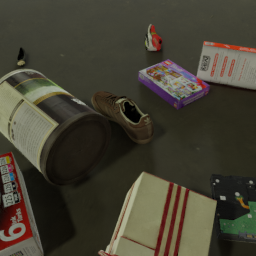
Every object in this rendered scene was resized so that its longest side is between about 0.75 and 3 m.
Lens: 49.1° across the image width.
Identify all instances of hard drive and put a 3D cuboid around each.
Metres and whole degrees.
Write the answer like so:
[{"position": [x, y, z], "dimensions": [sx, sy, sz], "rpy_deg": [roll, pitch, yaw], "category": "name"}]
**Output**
[{"position": [2.624, 1.876, 6.705], "dimensions": [1.142, 0.309, 1.634], "rpy_deg": [4, 44, 4], "category": "hard drive"}]

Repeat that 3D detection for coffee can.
[{"position": [-2.135, -0.103, 7.476], "dimensions": [2.799, 2.048, 2.048], "rpy_deg": [34, 54, 30], "category": "coffee can"}]

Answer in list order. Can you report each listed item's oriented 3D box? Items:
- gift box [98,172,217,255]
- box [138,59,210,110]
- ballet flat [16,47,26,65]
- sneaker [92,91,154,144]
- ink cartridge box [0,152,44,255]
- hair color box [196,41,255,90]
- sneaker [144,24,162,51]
[{"position": [0.486, 1.990, 5.120], "dimensions": [1.742, 1.887, 1.762], "rpy_deg": [19, 60, 4], "category": "gift box"}, {"position": [1.633, -1.655, 10.240], "dimensions": [1.508, 0.431, 2.204], "rpy_deg": [-26, 50, -25], "category": "box"}, {"position": [-4.472, -2.957, 11.654], "dimensions": [0.390, 0.334, 1.175], "rpy_deg": [-11, 45, -11], "category": "ballet flat"}, {"position": [-0.171, -0.653, 8.783], "dimensions": [0.964, 1.034, 2.737], "rpy_deg": [-32, 53, -29], "category": "sneaker"}, {"position": [-3.244, 1.983, 6.090], "dimensions": [2.114, 1.010, 2.408], "rpy_deg": [-20, 48, -18], "category": "ink cartridge box"}, {"position": [3.884, -2.226, 10.061], "dimensions": [2.598, 1.319, 0.795], "rpy_deg": [13, 29, 10], "category": "hair color box"}, {"position": [1.170, -3.996, 12.627], "dimensions": [0.761, 0.690, 1.792], "rpy_deg": [10, 50, -9], "category": "sneaker"}]
